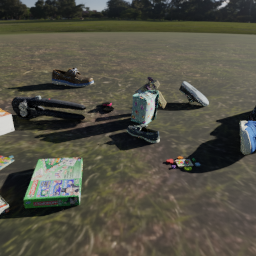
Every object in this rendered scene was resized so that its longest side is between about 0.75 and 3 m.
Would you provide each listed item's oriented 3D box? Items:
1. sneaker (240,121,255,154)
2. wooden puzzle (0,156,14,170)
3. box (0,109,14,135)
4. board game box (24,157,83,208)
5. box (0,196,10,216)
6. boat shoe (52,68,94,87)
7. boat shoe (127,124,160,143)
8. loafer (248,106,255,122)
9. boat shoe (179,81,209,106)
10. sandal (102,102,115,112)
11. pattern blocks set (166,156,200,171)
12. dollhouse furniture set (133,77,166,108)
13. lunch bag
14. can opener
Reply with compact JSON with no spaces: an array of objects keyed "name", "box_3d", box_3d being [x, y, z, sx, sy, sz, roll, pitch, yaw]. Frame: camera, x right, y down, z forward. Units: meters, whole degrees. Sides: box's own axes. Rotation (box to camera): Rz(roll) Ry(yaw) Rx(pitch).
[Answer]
[{"name":"sneaker","box_3d":[3.929,0.240,8.366,1.063,0.734,1.911,0,16,21]},{"name":"wooden puzzle","box_3d":[-3.484,0.941,7.608,0.515,0.061,0.869,9,25,20]},{"name":"box","box_3d":[-4.623,-0.235,9.585,1.295,0.631,0.806,20,30,37]},{"name":"board game box","box_3d":[-1.699,1.236,6.694,1.157,0.250,1.719,-3,24,-5]},{"name":"box","box_3d":[-3.053,1.611,5.892,0.697,0.203,1.018,-22,32,-40]},{"name":"boat shoe","box_3d":[-3.027,-2.750,15.041,2.418,0.875,0.873,5,24,11]},{"name":"boat shoe","box_3d":[0.477,0.109,9.088,0.486,0.401,1.297,-20,30,-37]},{"name":"loafer","box_3d":[5.227,-0.781,10.449,1.069,0.937,2.974,15,28,30]},{"name":"boat shoe","box_3d":[2.852,-1.386,12.323,0.590,0.546,1.599,-10,48,-47]},{"name":"sandal","box_3d":[-0.863,-0.946,11.683,0.436,0.261,1.160,-7,25,-15]},{"name":"pattern blocks set","box_3d":[1.514,0.948,7.592,0.782,0.063,0.687,-9,25,-20]},{"name":"dollhouse furniture set","box_3d":[0.913,-1.137,11.011,0.966,1.361,1.079,-36,22,-2]},{"name":"lunch bag","box_3d":[0.723,-0.809,10.391,0.749,1.046,1.228,21,30,30]},{"name":"can opener","box_3d":[-2.956,-0.758,10.466,2.825,0.896,1.111,3,23,7]}]
